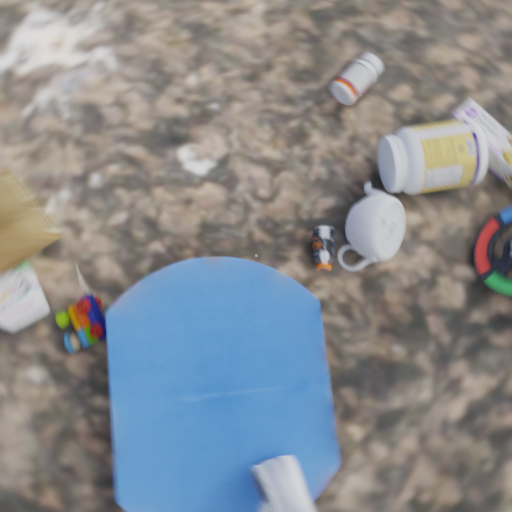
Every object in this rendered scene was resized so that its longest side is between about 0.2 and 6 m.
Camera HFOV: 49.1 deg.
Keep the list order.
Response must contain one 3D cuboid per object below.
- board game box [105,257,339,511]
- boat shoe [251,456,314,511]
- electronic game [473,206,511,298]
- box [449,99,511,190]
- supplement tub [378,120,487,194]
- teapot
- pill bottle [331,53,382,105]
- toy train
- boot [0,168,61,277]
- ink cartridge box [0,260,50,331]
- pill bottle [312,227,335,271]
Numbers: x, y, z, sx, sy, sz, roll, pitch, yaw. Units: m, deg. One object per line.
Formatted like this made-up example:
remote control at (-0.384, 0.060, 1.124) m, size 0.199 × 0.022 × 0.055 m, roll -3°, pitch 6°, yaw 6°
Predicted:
board game box at (-0.646, 2.561, 10.567) m, size 3.971 × 0.979 × 5.026 m, roll -6°, pitch 81°, yaw -6°
boat shoe at (0.419, 4.055, 8.663) m, size 0.880 × 2.568 × 0.925 m, roll -9°, pitch 114°, yaw -7°
electronic game at (5.226, -0.110, 10.953) m, size 1.943 × 0.404 × 1.943 m, roll -18°, pitch 62°, yaw 38°
box at (5.381, -2.016, 11.897) m, size 0.627 × 0.586 × 3.027 m, roll -40°, pitch 79°, yaw -10°
supplement tub at (3.576, -2.005, 11.502) m, size 1.863 × 1.354 × 1.354 m, roll -9°, pitch 75°, yaw -2°
teapot at (2.268, -0.572, 11.297) m, size 1.037 × 1.401 × 1.419 m, roll 13°, pitch 33°, yaw 39°
pill bottle at (2.228, -3.913, 12.385) m, size 0.612 × 0.612 × 1.117 m, roll 42°, pitch 79°, yaw 10°
toy train at (-3.555, 1.071, 11.015) m, size 0.890 × 0.651 × 1.538 m, roll -27°, pitch 88°, yaw 7°
boot at (-5.273, 0.512, 10.692) m, size 3.502 × 1.158 × 3.067 m, roll -38°, pitch 94°, yaw -8°
ink cartridge box at (-4.781, 0.762, 11.165) m, size 0.847 × 0.491 × 1.170 m, roll -28°, pitch 71°, yaw -6°
pill bottle at (1.388, -0.132, 11.471) m, size 0.462 × 0.462 × 0.871 m, roll 2°, pitch 75°, yaw 1°
